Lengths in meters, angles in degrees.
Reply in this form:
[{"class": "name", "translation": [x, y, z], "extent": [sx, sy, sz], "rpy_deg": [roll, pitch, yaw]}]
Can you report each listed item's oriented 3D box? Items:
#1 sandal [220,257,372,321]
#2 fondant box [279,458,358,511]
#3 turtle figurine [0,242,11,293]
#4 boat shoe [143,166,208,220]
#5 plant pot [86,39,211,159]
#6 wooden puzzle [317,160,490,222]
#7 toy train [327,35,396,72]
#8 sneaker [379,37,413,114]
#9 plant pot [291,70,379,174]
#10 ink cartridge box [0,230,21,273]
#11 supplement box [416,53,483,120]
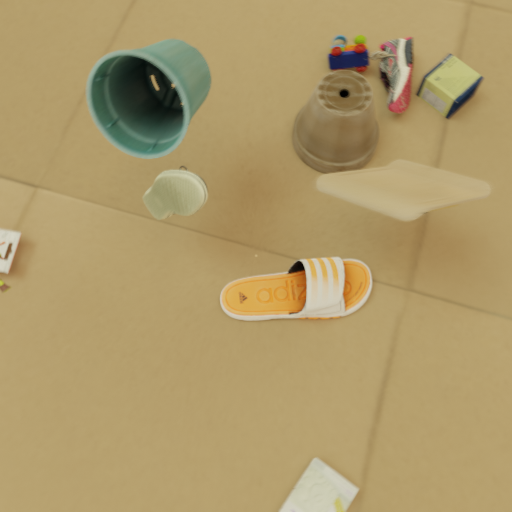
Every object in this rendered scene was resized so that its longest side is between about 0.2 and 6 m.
[{"class": "sandal", "translation": [0.779, 0.633, 10.392], "extent": [2.917, 0.836, 1.118], "rpy_deg": [-9, 69, -4]}, {"class": "fondant box", "translation": [0.999, 4.113, 9.272], "extent": [0.862, 0.348, 1.195], "rpy_deg": [34, 73, 12]}, {"class": "turtle figurine", "translation": [-3.657, 0.225, 7.620], "extent": [0.853, 0.275, 0.688], "rpy_deg": [-38, 98, -27]}, {"class": "boat shoe", "translation": [-1.242, -1.051, 9.123], "extent": [0.661, 2.123, 0.792], "rpy_deg": [-36, 102, -23]}, {"class": "plant pot", "translation": [-1.537, -2.600, 8.798], "extent": [1.625, 1.625, 1.591], "rpy_deg": [17, 37, 7]}, {"class": "wooden puzzle", "translation": [2.334, -1.039, 8.949], "extent": [2.105, 0.392, 1.947], "rpy_deg": [-18, 31, -37]}, {"class": "toy train", "translation": [2.364, -4.612, 12.529], "extent": [1.467, 0.621, 0.849], "rpy_deg": [-2, 54, 14]}, {"class": "sneaker", "translation": [3.047, -3.930, 12.319], "extent": [0.735, 0.793, 1.968], "rpy_deg": [1, 60, 18]}, {"class": "plant pot", "translation": [1.690, -2.812, 11.370], "extent": [1.844, 1.600, 1.844], "rpy_deg": [0, 69, 0]}, {"class": "ink cartridge box", "translation": [-5.432, -0.114, 10.929], "extent": [1.642, 0.414, 0.895], "rpy_deg": [9, 68, 2]}, {"class": "supplement box", "translation": [4.208, -3.700, 12.231], "extent": [0.943, 0.633, 0.942], "rpy_deg": [-42, 74, -15]}]
